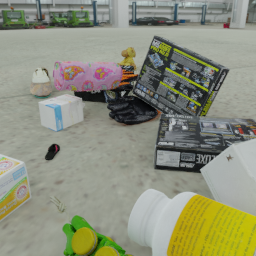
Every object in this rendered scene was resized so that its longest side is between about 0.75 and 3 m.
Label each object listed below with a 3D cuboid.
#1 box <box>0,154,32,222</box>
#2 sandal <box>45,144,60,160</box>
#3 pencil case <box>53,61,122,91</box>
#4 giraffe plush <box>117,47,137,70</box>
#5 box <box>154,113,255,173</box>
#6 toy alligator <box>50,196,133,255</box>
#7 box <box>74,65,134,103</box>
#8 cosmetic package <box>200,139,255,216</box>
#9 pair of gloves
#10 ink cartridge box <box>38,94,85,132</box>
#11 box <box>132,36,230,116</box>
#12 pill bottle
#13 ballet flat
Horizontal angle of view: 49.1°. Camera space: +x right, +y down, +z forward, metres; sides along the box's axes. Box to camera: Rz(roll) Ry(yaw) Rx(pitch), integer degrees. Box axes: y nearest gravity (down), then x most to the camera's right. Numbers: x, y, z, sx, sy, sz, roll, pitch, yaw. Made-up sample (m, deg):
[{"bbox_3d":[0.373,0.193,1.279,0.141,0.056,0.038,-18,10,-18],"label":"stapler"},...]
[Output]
[{"bbox_3d":[-2.887,1.047,5.494,1.703,0.863,0.958,12,28,26],"label":"box"},{"bbox_3d":[-1.989,0.585,7.390,0.295,0.177,0.785,0,24,1],"label":"sandal"},{"bbox_3d":[-1.242,-1.652,8.848,2.162,0.945,0.945,-10,25,-35],"label":"pencil case"},{"bbox_3d":[0.037,-4.162,16.714,1.330,1.249,1.541,22,32,40],"label":"giraffe plush"},{"bbox_3d":[2.088,0.353,7.287,2.698,0.671,2.128,4,24,8],"label":"box"},{"bbox_3d":[-0.621,1.813,4.141,2.401,0.712,0.651,22,73,40],"label":"toy alligator"},{"bbox_3d":[-0.955,-1.975,12.044,1.994,1.048,2.435,5,25,12],"label":"box"},{"bbox_3d":[2.871,0.827,4.981,2.683,1.138,1.444,-11,65,-23],"label":"cosmetic package"},{"bbox_3d":[-0.088,-1.182,9.893,2.399,0.333,2.692,-16,57,-35],"label":"pair of gloves"},{"bbox_3d":[-2.091,-0.546,9.139,0.833,0.812,1.296,19,30,36],"label":"ink cartridge box"},{"bbox_3d":[1.523,-1.446,8.821,2.583,2.069,0.572,36,27,30],"label":"box"},{"bbox_3d":[1.167,1.620,3.801,2.309,1.204,1.204,16,29,32],"label":"pill bottle"},{"bbox_3d":[-3.956,-2.183,12.639,0.970,0.959,2.851,-7,25,-16],"label":"ballet flat"}]
